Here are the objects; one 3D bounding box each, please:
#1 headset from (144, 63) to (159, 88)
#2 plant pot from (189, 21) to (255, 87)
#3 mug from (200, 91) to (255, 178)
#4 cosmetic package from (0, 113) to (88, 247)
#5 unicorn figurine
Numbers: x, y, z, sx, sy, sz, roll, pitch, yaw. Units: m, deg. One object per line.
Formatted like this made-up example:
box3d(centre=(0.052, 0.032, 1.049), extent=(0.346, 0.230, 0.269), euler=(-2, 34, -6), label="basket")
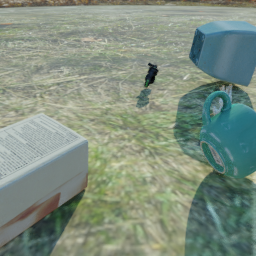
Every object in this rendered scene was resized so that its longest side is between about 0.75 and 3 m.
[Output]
box3d(centre=(0.850, -2.115, 10.939), extent=(0.578, 0.760, 1.231), euler=(27, 51, 4), label="headset")
box3d(centre=(3.624, -3.024, 10.906), extent=(2.121, 2.077, 2.082), euler=(4, 31, -8), label="plant pot")
box3d(centre=(2.130, 0.242, 6.006), extent=(1.062, 1.412, 1.718), euler=(-31, 59, -8), label="mug")
box3d(centre=(-2.239, 0.990, 4.853), extent=(1.521, 1.284, 2.942), euler=(28, 38, 31), label="cosmetic package")
box3d(centre=(2.717, -0.791, 7.979), extent=(1.137, 0.781, 0.420), euler=(-21, 28, -35), label="unicorn figurine")
